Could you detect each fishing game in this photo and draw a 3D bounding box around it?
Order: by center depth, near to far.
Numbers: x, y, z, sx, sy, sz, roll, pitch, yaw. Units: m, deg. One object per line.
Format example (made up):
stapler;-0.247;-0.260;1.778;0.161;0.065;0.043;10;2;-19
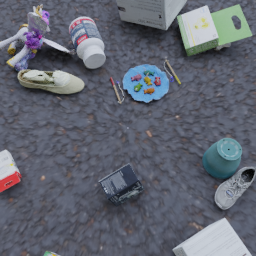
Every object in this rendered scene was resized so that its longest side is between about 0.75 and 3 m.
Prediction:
fishing game;0.706;-1.849;11.133;2.654;0.413;1.900;-16;62;-7

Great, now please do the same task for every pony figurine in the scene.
pony figurine;-3.808;-3.572;11.240;2.675;2.307;2.771;40;85;27

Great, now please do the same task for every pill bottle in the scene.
pill bottle;-1.624;-3.467;11.483;1.158;1.158;1.937;-19;65;-9

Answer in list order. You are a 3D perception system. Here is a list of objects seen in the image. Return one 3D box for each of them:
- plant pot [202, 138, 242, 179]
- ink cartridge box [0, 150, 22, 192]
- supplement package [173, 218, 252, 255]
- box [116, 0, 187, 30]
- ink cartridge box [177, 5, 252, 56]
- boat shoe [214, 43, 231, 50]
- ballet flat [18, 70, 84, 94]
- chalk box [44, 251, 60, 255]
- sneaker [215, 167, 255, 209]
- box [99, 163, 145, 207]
plant pot;3.202;0.936;9.309;1.188;1.116;1.188;0;60;-1
ink cartridge box;-4.150;1.487;9.456;0.759;0.439;1.306;-29;67;-13
supplement package;2.664;4.116;7.542;1.491;1.548;2.722;-27;66;-14
box;1.102;-5.851;12.161;2.423;1.592;2.436;22;66;24
ink cartridge box;3.559;-4.286;11.753;2.645;0.634;1.925;-16;62;17
boat shoe;3.826;-3.507;11.992;1.098;0.389;0.383;6;91;-1
ballet flat;-3.025;-1.874;10.886;2.580;0.896;0.896;4;64;2
chalk box;-2.149;4.043;8.034;1.218;0.758;0.754;18;65;10
sneaker;3.503;1.847;9.110;0.678;0.744;1.816;40;70;18
box;-0.173;1.806;8.780;1.088;1.107;0.686;-32;61;-4
